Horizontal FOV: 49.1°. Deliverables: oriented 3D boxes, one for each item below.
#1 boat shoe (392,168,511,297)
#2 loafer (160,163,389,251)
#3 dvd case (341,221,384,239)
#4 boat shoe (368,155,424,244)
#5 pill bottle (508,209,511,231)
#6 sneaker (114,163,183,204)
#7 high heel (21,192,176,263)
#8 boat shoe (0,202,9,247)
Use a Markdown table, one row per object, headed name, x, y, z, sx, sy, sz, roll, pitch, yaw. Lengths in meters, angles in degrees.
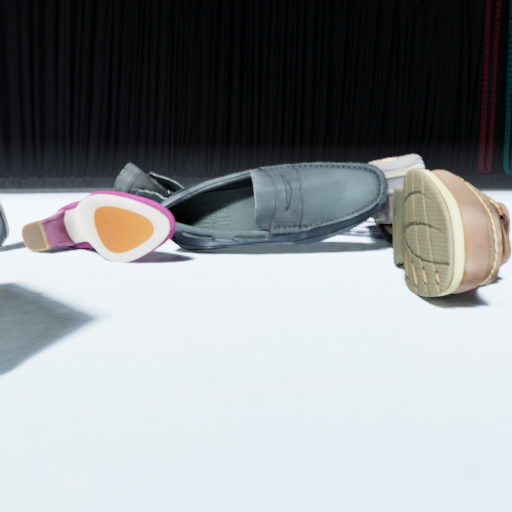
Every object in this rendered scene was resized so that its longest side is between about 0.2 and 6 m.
| name | x | y | z | sx | sy | sz | roll | pitch | yaw |
| --- | --- | --- | --- | --- | --- | --- | --- | --- | --- |
| boat shoe | 2.177 | -0.321 | 6.101 | 1.173 | 1.250 | 3.473 | -1 | 6 | 10 |
| loafer | 0.215 | -0.713 | 8.044 | 3.358 | 1.140 | 1.179 | -9 | -11 | 10 |
| dvd case | 2.441 | -0.547 | 11.277 | 1.384 | 0.149 | 1.862 | 8 | 12 | 33 |
| boat shoe | 2.395 | -0.760 | 9.613 | 1.178 | 1.159 | 3.161 | -9 | -9 | 19 |
| pill bottle | 5.546 | -0.790 | 11.986 | 0.463 | 0.463 | 0.832 | 5 | 9 | 29 |
| sneaker | -2.524 | -1.235 | 13.322 | 1.585 | 0.913 | 3.040 | 31 | -20 | -2 |
| high heel | -2.033 | -0.546 | 8.242 | 2.965 | 1.000 | 1.426 | 2 | 17 | 34 |
| boat shoe | -4.190 | -0.927 | 8.167 | 0.699 | 1.925 | 0.604 | -10 | 27 | 3 |
